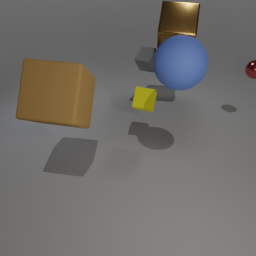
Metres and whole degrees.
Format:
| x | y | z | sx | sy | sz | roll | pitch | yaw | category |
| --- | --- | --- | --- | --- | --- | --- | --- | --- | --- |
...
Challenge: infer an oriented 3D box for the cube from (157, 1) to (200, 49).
| x | y | z | sx | sy | sz | roll | pitch | yaw | category |
| --- | --- | --- | --- | --- | --- | --- | --- | --- | --- |
| 1.912 | -3.814 | 10.809 | 1.400 | 1.400 | 1.400 | 8 | 74 | 7 | cube |

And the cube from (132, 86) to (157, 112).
| x | y | z | sx | sy | sz | roll | pitch | yaw | category |
| --- | --- | --- | --- | --- | --- | --- | --- | --- | --- |
| 0.573 | -0.970 | 9.599 | 0.700 | 0.700 | 0.700 | 11 | -1 | 7 | cube |

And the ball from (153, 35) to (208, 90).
| x | y | z | sx | sy | sz | roll | pitch | yaw | category |
| --- | --- | --- | --- | --- | --- | --- | --- | --- | --- |
| 1.358 | -1.679 | 7.266 | 1.400 | 1.400 | 1.400 | 0 | 32 | 0 | ball |

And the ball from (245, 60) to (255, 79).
| x | y | z | sx | sy | sz | roll | pitch | yaw | category |
| --- | --- | --- | --- | --- | --- | --- | --- | --- | --- |
| 4.794 | -2.204 | 10.568 | 0.700 | 0.700 | 0.700 | 0 | 32 | 0 | ball |

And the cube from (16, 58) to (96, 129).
| x | y | z | sx | sy | sz | roll | pitch | yaw | category |
| --- | --- | --- | --- | --- | --- | --- | --- | --- | --- |
| -1.695 | -0.782 | 6.900 | 1.400 | 1.400 | 1.400 | 7 | -2 | 7 | cube |

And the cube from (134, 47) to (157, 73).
| x | y | z | sx | sy | sz | roll | pitch | yaw | category |
| --- | --- | --- | --- | --- | --- | --- | --- | --- | --- |
| 0.794 | -2.768 | 11.327 | 0.700 | 0.700 | 0.700 | 17 | 71 | 31 | cube |
